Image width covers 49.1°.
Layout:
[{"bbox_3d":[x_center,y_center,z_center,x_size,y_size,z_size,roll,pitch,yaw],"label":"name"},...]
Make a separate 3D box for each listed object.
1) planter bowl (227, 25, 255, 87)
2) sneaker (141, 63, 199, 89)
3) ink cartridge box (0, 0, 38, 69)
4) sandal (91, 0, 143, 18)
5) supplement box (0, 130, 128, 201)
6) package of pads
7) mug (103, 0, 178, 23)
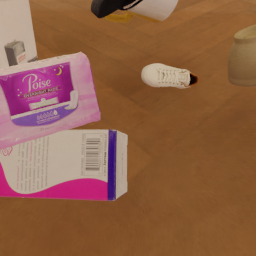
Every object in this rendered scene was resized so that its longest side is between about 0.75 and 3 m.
[{"bbox_3d":[3.287,-1.926,7.016,1.686,1.135,1.686,-18,27,10],"label":"planter bowl"},{"bbox_3d":[1.063,-1.258,6.695,1.559,0.568,0.660,-1,4,-34],"label":"sneaker"},{"bbox_3d":[-3.002,-1.202,5.722,2.143,2.943,1.248,12,31,18],"label":"ink cartridge box"},{"bbox_3d":[0.045,-3.212,6.851,0.510,0.906,2.382,43,59,4],"label":"sandal"},{"bbox_3d":[-1.062,0.567,4.504,1.993,1.030,1.009,0,84,10],"label":"supplement box"},{"bbox_3d":[-0.669,-0.201,2.003,0.866,0.522,0.328,-18,21,-21],"label":"package of pads"},{"bbox_3d":[0.211,-4.110,8.625,1.921,2.340,1.874,-10,46,-37],"label":"mug"}]
